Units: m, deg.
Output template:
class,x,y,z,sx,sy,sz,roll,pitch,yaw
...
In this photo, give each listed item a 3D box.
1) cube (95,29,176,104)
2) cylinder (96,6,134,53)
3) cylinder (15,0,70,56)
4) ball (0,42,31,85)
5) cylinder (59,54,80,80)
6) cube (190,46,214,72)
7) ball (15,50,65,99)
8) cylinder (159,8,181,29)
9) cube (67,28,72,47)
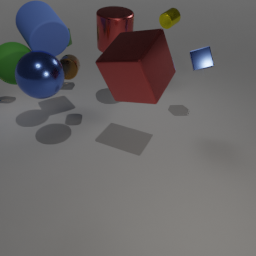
class,x,y,z,sx,sy,sz,roll,pitch,yaw
cube,0.259,-1.644,7.565,1.400,1.400,1.400,8,52,35
cylinder,-0.499,-3.740,10.748,1.400,1.400,1.400,2,41,-2
cylinder,-2.914,-3.356,9.563,1.400,1.400,1.400,-19,56,-29
ball,-3.811,-2.166,9.409,1.400,1.400,1.400,0,31,0
cylinder,-1.992,-2.043,9.367,0.700,0.700,0.700,-1,26,-2
cube,2.645,-2.473,10.101,0.700,0.700,0.700,-13,6,13
ball,-2.581,-1.559,8.236,1.400,1.400,1.400,0,31,0
cylinder,1.852,-4.858,12.414,0.700,0.700,0.700,26,54,36
cube,-2.966,-3.999,12.458,0.700,0.700,0.700,-3,25,7
